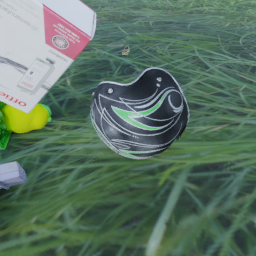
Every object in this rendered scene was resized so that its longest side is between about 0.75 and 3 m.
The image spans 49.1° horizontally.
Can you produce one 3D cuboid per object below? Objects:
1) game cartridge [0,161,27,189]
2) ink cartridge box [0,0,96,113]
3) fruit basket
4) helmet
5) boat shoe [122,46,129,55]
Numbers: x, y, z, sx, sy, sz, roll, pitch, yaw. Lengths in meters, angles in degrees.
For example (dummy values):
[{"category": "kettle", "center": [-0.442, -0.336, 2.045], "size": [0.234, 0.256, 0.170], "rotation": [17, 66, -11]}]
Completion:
[{"category": "game cartridge", "center": [-3.335, 1.197, 5.510], "size": [2.439, 0.468, 1.581], "rotation": [-12, -7, -17]}, {"category": "ink cartridge box", "center": [-2.234, -1.739, 5.786], "size": [1.976, 2.698, 1.117], "rotation": [28, 42, -30]}, {"category": "fruit basket", "center": [-3.563, -0.522, 8.061], "size": [2.523, 1.820, 2.523], "rotation": [-14, 34, 10]}, {"category": "helmet", "center": [0.199, -0.304, 7.084], "size": [2.138, 2.243, 2.243], "rotation": [-29, 41, -19]}, {"category": "boat shoe", "center": [-0.123, -4.047, 14.674], "size": [0.334, 0.286, 0.911], "rotation": [4, 33, 7]}]
